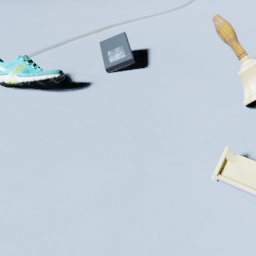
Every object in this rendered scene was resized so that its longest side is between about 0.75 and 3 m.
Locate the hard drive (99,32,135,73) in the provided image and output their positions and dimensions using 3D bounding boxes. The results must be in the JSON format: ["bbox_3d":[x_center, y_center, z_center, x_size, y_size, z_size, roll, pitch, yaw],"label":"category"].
[{"bbox_3d":[-0.430,-2.806,10.276,1.092,0.257,1.565,-20,55,9],"label":"hard drive"}]

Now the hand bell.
[{"bbox_3d":[3.290,-2.163,8.140,1.417,1.417,2.721,-26,82,-28],"label":"hand bell"}]

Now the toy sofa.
[{"bbox_3d":[2.694,1.111,5.850,1.707,0.833,0.707,22,72,25],"label":"toy sofa"}]

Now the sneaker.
[{"bbox_3d":[-3.195,-1.790,8.719,2.489,0.991,0.965,5,-3,8],"label":"sneaker"}]
